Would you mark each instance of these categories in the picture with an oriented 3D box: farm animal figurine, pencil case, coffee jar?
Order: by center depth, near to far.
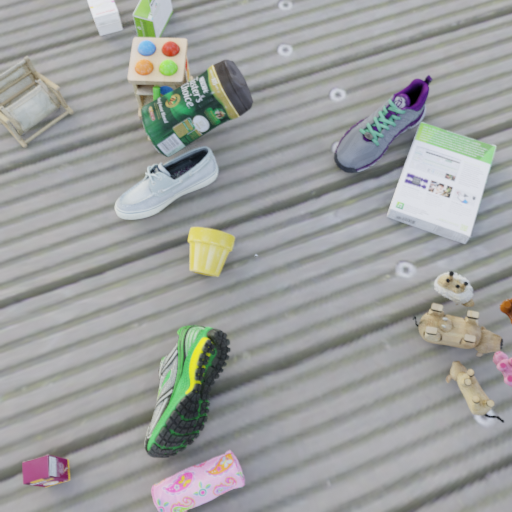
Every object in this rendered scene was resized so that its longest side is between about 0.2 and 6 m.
[{"bbox_3d":[-0.930,3.682,8.952,1.471,0.643,0.643,-22,69,-9],"label":"pencil case"},{"bbox_3d":[3.693,1.534,9.692,2.037,1.074,2.060,29,77,24],"label":"farm animal figurine"},{"bbox_3d":[-1.133,-2.871,10.837,2.113,0.902,1.102,-28,52,10],"label":"coffee jar"}]

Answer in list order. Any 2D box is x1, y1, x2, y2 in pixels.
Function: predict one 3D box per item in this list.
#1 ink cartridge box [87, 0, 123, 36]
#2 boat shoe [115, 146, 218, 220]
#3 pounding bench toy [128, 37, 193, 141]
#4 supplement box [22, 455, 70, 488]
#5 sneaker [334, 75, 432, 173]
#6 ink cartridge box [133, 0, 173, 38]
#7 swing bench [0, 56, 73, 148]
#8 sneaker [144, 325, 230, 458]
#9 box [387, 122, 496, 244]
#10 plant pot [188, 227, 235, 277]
[{"bbox_3d":[-3.483,-5.573,12.915,0.572,0.558,0.891,-19,68,-8],"label":"ink cartridge box"},{"bbox_3d":[-1.800,-1.509,10.967,2.234,0.796,0.779,-29,53,-15],"label":"boat shoe"},{"bbox_3d":[-1.974,-3.415,11.539,1.107,1.390,1.782,1,67,1],"label":"pounding bench toy"},{"bbox_3d":[-3.341,3.444,8.949,0.453,0.692,0.357,-17,62,5],"label":"supplement box"},{"bbox_3d":[2.557,-2.758,11.419,2.509,1.098,0.933,-42,73,-16],"label":"sneaker"},{"bbox_3d":[-2.352,-5.686,12.521,0.519,1.371,1.013,16,68,7],"label":"ink cartridge box"},{"bbox_3d":[-4.870,-3.254,11.795,1.319,0.860,1.326,-41,68,-15],"label":"swing bench"},{"bbox_3d":[-1.277,2.283,9.526,0.988,0.905,2.320,11,69,39],"label":"sneaker"},{"bbox_3d":[3.746,-1.504,11.277,1.625,0.409,2.251,21,70,9],"label":"box"},{"bbox_3d":[-0.888,-0.048,10.463,0.856,0.856,0.805,10,84,4],"label":"plant pot"}]
